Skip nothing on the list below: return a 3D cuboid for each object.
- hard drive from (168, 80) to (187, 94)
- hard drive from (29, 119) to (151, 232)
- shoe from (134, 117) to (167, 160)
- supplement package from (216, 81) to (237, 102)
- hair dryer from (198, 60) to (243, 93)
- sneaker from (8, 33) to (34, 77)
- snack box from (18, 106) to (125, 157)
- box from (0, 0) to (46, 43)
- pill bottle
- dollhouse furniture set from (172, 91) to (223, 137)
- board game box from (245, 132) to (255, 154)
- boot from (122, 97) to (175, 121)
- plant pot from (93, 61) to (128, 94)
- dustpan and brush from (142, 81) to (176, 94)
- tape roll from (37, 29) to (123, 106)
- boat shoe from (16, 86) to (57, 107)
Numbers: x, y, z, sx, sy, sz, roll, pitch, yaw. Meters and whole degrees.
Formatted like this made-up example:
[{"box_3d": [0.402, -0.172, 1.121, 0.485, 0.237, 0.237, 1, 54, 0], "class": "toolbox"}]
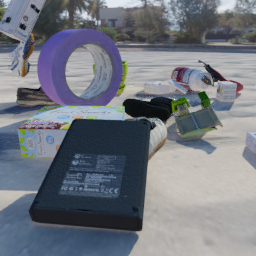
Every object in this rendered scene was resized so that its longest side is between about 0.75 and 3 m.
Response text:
[{"box_3d": [2.510, -2.090, 14.107, 1.023, 0.136, 0.675, 33, 24, 5], "class": "hard drive"}, {"box_3d": [-0.504, 0.658, 5.161, 1.728, 0.407, 2.476, 2, 36, 7], "class": "hard drive"}, {"box_3d": [0.518, 0.113, 7.401, 0.928, 0.709, 2.655, 5, 19, 15], "class": "shoe"}, {"box_3d": [4.349, -1.618, 12.425, 0.579, 0.788, 0.753, -2, 18, -6], "class": "supplement package"}, {"box_3d": [4.670, -2.446, 13.741, 2.627, 0.714, 2.001, 27, 43, -16], "class": "hair dryer"}, {"box_3d": [-3.992, -2.742, 10.262, 0.786, 1.782, 0.671, 28, 30, 2], "class": "sneaker"}, {"box_3d": [-1.331, 0.024, 7.481, 2.426, 0.821, 2.046, 2, 20, 2], "class": "snack box"}, {"box_3d": [-2.462, -2.736, 6.566, 0.756, 1.297, 0.390, 25, 1, 35], "class": "box"}, {"box_3d": [3.298, -2.588, 14.784, 1.133, 1.133, 2.006, -14, 24, -36], "class": "pill bottle"}, {"box_3d": [2.145, -0.166, 8.735, 1.233, 0.945, 1.883, -18, 35, 10], "class": "dollhouse furniture set"}, {"box_3d": [4.084, 0.558, 6.574, 1.900, 0.391, 1.896, 0, 19, -1], "class": "board game box"}, {"box_3d": [0.848, -0.812, 10.221, 1.829, 0.677, 1.499, 12, 23, 12], "class": "boot"}, {"box_3d": [-0.836, -2.553, 14.107, 1.643, 1.491, 1.635, 1, 19, 4], "class": "plant pot"}, {"box_3d": [1.292, -2.071, 13.906, 1.702, 0.698, 2.439, 9, 20, 24], "class": "dustpan and brush"}, {"box_3d": [-1.736, -2.146, 10.504, 2.985, 2.985, 1.268, -15, 23, -37], "class": "tape roll"}, {"box_3d": [-3.482, -1.441, 11.779, 2.344, 0.859, 0.873, -9, 21, -25], "class": "boat shoe"}]
